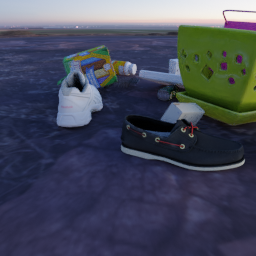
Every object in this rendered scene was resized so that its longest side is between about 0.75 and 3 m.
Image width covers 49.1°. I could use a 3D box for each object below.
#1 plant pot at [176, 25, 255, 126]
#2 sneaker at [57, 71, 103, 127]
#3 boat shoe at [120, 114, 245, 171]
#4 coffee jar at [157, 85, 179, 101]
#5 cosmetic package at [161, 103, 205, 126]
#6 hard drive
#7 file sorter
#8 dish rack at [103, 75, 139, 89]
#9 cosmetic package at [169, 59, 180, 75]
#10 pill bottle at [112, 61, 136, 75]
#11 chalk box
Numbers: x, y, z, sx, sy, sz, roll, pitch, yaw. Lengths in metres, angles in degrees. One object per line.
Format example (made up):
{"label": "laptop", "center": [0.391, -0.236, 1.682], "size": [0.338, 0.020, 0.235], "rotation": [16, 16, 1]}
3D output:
{"label": "plant pot", "center": [3.273, -1.663, 8.570], "size": [2.827, 2.579, 2.842], "rotation": [-9, 24, -35]}
{"label": "sneaker", "center": [-1.472, -1.151, 8.981], "size": [1.160, 1.479, 2.977], "rotation": [1, 22, 1]}
{"label": "boat shoe", "center": [1.160, 0.279, 6.308], "size": [2.824, 0.885, 1.033], "rotation": [10, 23, 20]}
{"label": "coffee jar", "center": [1.602, -1.409, 11.019], "size": [0.543, 0.445, 1.042], "rotation": [13, 25, 28]}
{"label": "cosmetic package", "center": [1.510, -0.337, 7.657], "size": [1.199, 0.631, 0.426], "rotation": [-3, 44, -48]}
{"label": "hard drive", "center": [2.167, -1.923, 11.653], "size": [2.915, 0.389, 1.923], "rotation": [17, 9, 39]}
{"label": "file sorter", "center": [3.357, -2.164, 8.384], "size": [1.605, 2.310, 1.448], "rotation": [15, 9, 26]}
{"label": "dish rack", "center": [-0.263, -2.088, 12.807], "size": [1.544, 0.421, 1.185], "rotation": [6, 24, 9]}
{"label": "cosmetic package", "center": [2.544, -2.826, 13.758], "size": [0.844, 1.024, 0.845], "rotation": [-5, 23, -13]}
{"label": "pill bottle", "center": [-0.244, -3.243, 15.201], "size": [1.306, 0.725, 0.725], "rotation": [10, 24, 23]}
{"label": "chalk box", "center": [-1.841, -2.362, 11.646], "size": [2.379, 1.474, 1.485], "rotation": [-18, 24, -5]}
